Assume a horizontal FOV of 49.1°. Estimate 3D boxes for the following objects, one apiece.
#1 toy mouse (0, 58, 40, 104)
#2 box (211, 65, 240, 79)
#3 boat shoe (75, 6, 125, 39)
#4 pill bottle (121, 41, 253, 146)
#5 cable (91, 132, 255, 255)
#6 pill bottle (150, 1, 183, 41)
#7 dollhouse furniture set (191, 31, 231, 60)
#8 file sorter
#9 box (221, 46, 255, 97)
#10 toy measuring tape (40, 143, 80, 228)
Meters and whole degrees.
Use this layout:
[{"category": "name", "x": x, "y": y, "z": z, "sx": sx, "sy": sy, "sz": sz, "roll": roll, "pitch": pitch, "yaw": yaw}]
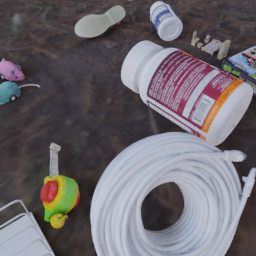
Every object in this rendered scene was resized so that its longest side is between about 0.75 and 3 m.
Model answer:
[{"category": "toy mouse", "x": -3.581, "y": -1.380, "z": 8.084, "sx": 2.021, "sy": 0.440, "sz": 2.275, "roll": 4, "pitch": 49, "yaw": 3}, {"category": "box", "x": 1.927, "y": -1.492, "z": 8.220, "sx": 2.245, "sy": 0.390, "sz": 1.236, "roll": 29, "pitch": 54, "yaw": 24}, {"category": "boat shoe", "x": -1.043, "y": -3.745, "z": 10.065, "sx": 2.133, "sy": 0.759, "sz": 0.667, "roll": -37, "pitch": 16, "yaw": -25}, {"category": "pill bottle", "x": 1.329, "y": -0.973, "z": 6.928, "sx": 2.944, "sy": 1.613, "sz": 1.613, "roll": 36, "pitch": 58, "yaw": 26}, {"category": "cable", "x": 0.620, "y": 1.281, "z": 4.442, "sx": 2.479, "sy": 2.478, "sz": 0.858, "roll": 18, "pitch": 0, "yaw": -20}, {"category": "pill bottle", "x": 1.300, "y": -3.879, "z": 10.019, "sx": 0.862, "sy": 0.862, "sz": 1.553, "roll": -9, "pitch": 49, "yaw": -8}, {"category": "dollhouse furniture set", "x": 2.817, "y": -2.882, "z": 9.349, "sx": 0.643, "sy": 0.550, "sz": 1.241, "roll": -35, "pitch": 57, "yaw": -27}, {"category": "file sorter", "x": -1.904, "y": 2.039, "z": 4.839, "sx": 0.866, "sy": 0.777, "sz": 1.248, "roll": -29, "pitch": 55, "yaw": -23}, {"category": "box", "x": 4.150, "y": -1.336, "z": 8.035, "sx": 1.446, "sy": 0.456, "sz": 2.628, "roll": -26, "pitch": 54, "yaw": -22}, {"category": "toy measuring tape", "x": -1.366, "y": 1.016, "z": 5.759, "sx": 0.755, "sy": 0.755, "sz": 2.053, "roll": -6, "pitch": 48, "yaw": -5}]
